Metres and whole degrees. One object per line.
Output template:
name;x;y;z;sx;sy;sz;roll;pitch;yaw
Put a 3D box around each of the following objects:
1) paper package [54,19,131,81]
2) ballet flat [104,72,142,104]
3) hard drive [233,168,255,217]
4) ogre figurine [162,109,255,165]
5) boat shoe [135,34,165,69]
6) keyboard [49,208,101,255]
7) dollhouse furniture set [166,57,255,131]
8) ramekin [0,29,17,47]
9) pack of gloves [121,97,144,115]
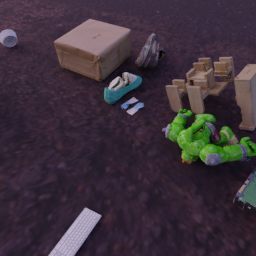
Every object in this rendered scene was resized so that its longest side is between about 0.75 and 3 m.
paper package;-1.501;-3.595;12.644;2.519;1.367;2.643;23;50;22
ballet flat;-0.149;-1.779;11.236;0.726;0.759;2.157;24;49;31
hard drive;4.269;2.017;7.470;2.303;0.436;1.609;30;58;32
ogre figurine;2.318;0.273;8.778;1.718;1.406;2.865;-20;59;-35
boat shoe;1.113;-3.428;12.917;1.018;1.034;2.777;30;42;-6
keyboard;-1.434;2.877;7.041;0.549;0.104;1.950;22;49;21
dollhouse furniture set;3.384;-1.231;10.469;2.903;1.928;2.544;11;42;42
ramekin;-5.895;-4.393;13.862;0.863;0.863;0.402;-25;63;-23
pack of gloves;0.178;-0.898;10.794;0.687;0.161;0.817;33;54;30
